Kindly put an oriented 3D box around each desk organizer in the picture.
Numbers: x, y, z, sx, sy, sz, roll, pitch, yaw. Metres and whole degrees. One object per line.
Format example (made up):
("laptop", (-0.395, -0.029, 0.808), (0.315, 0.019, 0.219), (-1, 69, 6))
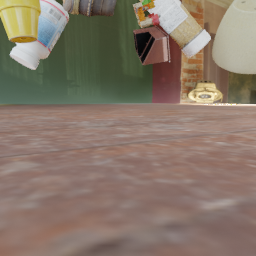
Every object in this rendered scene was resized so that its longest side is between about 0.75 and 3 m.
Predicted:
("desk organizer", (0.776, -2.942, 9.848), (0.905, 0.843, 2.351), (-9, 28, 0))

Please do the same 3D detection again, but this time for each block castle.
("block castle", (0.464, -3.525, 7.554), (0.698, 1.488, 0.994), (-18, 23, 5))

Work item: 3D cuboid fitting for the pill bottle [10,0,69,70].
("pill bottle", (-3.498, -3.677, 10.993), (1.400, 2.574, 1.400), (26, -9, 4))

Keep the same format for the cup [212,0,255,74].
("cup", (2.533, -2.040, 5.726), (1.573, 1.125, 1.573), (-9, 46, 9))

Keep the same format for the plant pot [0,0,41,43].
("plant pot", (-3.307, -3.321, 8.627), (1.298, 1.221, 1.298), (-6, 4, 0))

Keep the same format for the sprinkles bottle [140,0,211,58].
("sprinkles bottle", (1.506, -3.839, 9.584), (1.020, 2.989, 1.020), (-43, 8, 8))

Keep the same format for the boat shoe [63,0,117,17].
("boat shoe", (-0.272, -2.935, 5.143), (1.012, 2.760, 1.028), (21, -27, -5))
